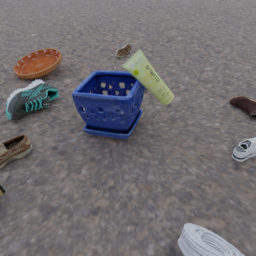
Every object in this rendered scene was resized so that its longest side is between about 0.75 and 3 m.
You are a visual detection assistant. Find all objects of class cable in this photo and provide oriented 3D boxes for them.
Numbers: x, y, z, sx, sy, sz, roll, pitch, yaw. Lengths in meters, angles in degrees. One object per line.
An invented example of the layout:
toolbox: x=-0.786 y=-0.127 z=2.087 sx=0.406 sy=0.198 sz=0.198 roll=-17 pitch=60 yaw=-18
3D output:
cable: x=1.728 y=2.588 z=5.875 sx=1.387 sy=0.480 sz=1.387 roll=22 pitch=8 yaw=-31

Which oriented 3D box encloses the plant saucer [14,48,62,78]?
plant saucer: x=-4.496 y=-3.226 z=14.115 sx=2.465 sy=0.398 sz=2.465 roll=-9 pitch=43 yaw=9

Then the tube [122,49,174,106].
tube: x=0.724 y=-1.548 z=9.078 sx=0.517 sy=1.991 sz=0.578 roll=-11 pitch=41 yaw=51

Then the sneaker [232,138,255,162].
sneaker: x=3.956 y=0.587 z=9.085 sx=1.403 sy=0.565 sz=0.536 roll=-25 pitch=41 yaw=-33

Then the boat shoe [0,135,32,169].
boat shoe: x=-3.970 y=0.758 z=8.722 sx=0.731 sy=0.693 sz=1.929 roll=30 pitch=45 yaw=35

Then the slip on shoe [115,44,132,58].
slip on shoe: x=-0.318 y=-4.397 z=16.124 sx=0.415 sy=0.521 sz=1.370 roll=-21 pitch=23 yaw=48

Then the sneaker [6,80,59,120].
sneaker: x=-3.717 y=-1.122 z=11.139 sx=1.193 sy=1.015 sz=2.616 roll=15 pitch=40 yaw=14

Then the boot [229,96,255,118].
boot: x=4.747 y=-0.812 z=11.079 sx=1.309 sy=0.473 sz=1.089 roll=7 pitch=35 yaw=4

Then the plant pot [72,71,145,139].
plant pot: x=-0.541 y=-0.782 z=9.797 sx=2.025 sy=1.821 sz=2.025 roll=7 pitch=36 yaw=17

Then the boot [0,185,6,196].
boot: x=-4.470 y=1.932 z=7.109 sx=2.313 sy=0.896 sz=1.600 roll=-1 pitch=38 yaw=22
